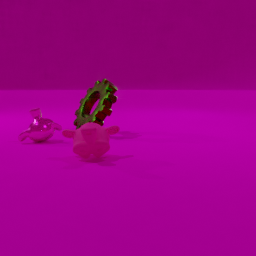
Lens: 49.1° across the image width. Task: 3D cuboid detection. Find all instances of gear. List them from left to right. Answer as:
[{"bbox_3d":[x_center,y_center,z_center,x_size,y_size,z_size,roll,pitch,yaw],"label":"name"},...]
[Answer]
[{"bbox_3d":[-0.893,-0.574,7.489,0.285,1.540,1.540,30,-9,-32],"label":"gear"}]

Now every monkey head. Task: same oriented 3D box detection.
[{"bbox_3d":[-2.047,-0.055,6.451,1.012,0.728,0.610,-16,32,-3],"label":"monkey head"},{"bbox_3d":[-0.662,0.121,4.952,1.067,0.768,0.643,-5,45,-4],"label":"monkey head"}]
